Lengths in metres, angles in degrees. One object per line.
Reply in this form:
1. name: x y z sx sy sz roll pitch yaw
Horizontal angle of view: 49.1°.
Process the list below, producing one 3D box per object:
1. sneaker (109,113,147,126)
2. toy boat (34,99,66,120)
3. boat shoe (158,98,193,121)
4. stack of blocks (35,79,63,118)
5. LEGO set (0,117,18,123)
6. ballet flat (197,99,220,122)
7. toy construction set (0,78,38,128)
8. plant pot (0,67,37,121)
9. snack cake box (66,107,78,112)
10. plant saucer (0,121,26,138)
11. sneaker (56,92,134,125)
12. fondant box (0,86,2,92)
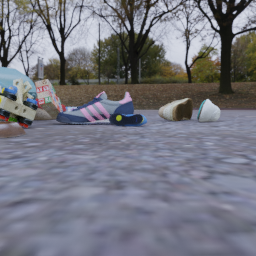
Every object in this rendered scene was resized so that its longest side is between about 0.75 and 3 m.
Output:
1. sneaker: 0.002 -0.207 8.057 1.123 0.370 0.440 2 -9 24
2. toy boat: -3.750 -1.144 12.259 1.520 1.522 2.329 1 4 15
3. boat shoe: 2.046 -0.744 11.571 0.814 0.903 2.504 4 11 30
4. stack of blocks: -2.429 -0.878 8.744 0.382 0.750 1.303 -14 -17 -1
5. LEGO set: -3.842 -0.458 7.438 0.831 0.894 2.179 0 5 5
6. ballet flat: 3.131 -0.599 10.718 0.876 0.876 2.524 1 4 15
7. toy construction set: -3.326 -0.741 7.079 1.723 1.210 2.627 15 7 22
8. plant pot: -4.319 -1.036 9.888 1.892 1.852 1.857 25 16 29
9. snack cake box: -2.910 -0.911 15.710 1.613 0.542 0.928 -3 7 -43
10. plant saucer: -2.862 0.022 5.402 1.683 0.270 1.683 1 5 0
11. sneaker: -1.041 -0.630 8.840 2.452 1.006 0.860 -3 7 -5
12. fondant box: -5.412 -0.655 7.868 2.117 0.855 2.934 -11 -2 27
